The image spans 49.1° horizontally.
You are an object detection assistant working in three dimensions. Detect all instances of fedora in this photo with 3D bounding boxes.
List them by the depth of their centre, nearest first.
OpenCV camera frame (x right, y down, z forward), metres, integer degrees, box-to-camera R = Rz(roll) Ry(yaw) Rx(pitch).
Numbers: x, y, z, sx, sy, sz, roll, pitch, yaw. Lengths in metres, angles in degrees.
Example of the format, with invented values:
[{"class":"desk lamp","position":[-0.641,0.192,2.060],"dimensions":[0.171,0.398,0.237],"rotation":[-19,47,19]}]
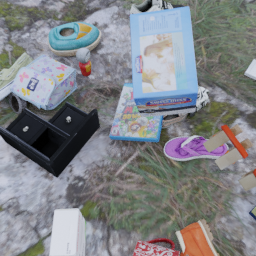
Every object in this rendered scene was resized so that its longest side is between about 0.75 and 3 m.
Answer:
[{"class":"fedora","position":[-3.934,-0.905,10.118],"dimensions":[0.819,0.725,0.370],"rotation":[35,35,31]}]

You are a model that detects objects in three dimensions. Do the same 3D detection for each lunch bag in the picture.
[{"class":"lunch bag","position":[-2.984,-1.604,10.043],"dimensions":[1.593,1.194,1.878],"rotation":[28,54,16]}]

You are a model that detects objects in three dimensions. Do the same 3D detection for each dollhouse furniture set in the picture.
[{"class":"dollhouse furniture set","position":[2.814,0.607,6.874],"dimensions":[1.643,0.846,1.625],"rotation":[-11,65,-57]}]

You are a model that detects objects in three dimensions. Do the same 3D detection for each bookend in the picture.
[{"class":"bookend","position":[-2.564,-0.032,9.269],"dimensions":[2.333,1.081,2.348],"rotation":[30,63,17]}]

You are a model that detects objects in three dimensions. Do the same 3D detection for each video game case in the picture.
[{"class":"video game case","position":[0.424,-0.620,9.883],"dimensions":[1.710,0.213,2.390],"rotation":[3,58,19]}]

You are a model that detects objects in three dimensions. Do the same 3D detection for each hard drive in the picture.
[{"class":"hard drive","position":[5.409,-2.123,11.035],"dimensions":[1.348,0.180,0.889],"rotation":[31,64,17]}]

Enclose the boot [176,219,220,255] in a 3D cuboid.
[{"class":"boot","position":[1.955,3.506,7.462],"dimensions":[1.006,0.704,1.876],"rotation":[-17,55,-3]}]

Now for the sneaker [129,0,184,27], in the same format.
[{"class":"sneaker","position":[1.369,-5.163,12.274],"dimensions":[2.718,1.203,1.007],"rotation":[-17,59,-12]}]

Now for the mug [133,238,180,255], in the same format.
[{"class":"mug","position":[0.751,3.460,7.532],"dimensions":[1.135,1.008,0.757],"rotation":[14,96,13]}]

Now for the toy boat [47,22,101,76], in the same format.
[{"class":"toy boat","position":[-1.991,-3.342,11.148],"dimensions":[2.218,1.226,2.638],"rotation":[-18,61,-11]}]

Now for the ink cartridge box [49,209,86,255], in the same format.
[{"class":"ink cartridge box","position":[-1.510,2.841,7.298],"dimensions":[0.640,1.524,1.108],"rotation":[-1,59,-1]}]

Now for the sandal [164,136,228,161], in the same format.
[{"class":"sandal","position":[2.249,0.589,9.220],"dimensions":[2.131,0.524,0.867],"rotation":[-1,59,-1]}]

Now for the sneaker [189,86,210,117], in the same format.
[{"class":"sneaker","position":[2.615,-0.947,10.134],"dimensions":[0.622,0.520,1.404],"rotation":[18,61,12]}]

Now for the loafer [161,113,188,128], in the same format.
[{"class":"loafer","position":[1.676,-0.448,9.900],"dimensions":[1.319,0.415,0.474],"rotation":[-32,64,-18]}]

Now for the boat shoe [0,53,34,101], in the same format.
[{"class":"boat shoe","position":[-4.373,-1.817,10.348],"dimensions":[0.775,0.900,2.500],"rotation":[48,53,-21]}]

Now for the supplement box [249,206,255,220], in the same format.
[{"class":"supplement box","position":[5.064,1.790,7.316],"dimensions":[2.558,2.555,1.717],"rotation":[-35,65,-19]}]

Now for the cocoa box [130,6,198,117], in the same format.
[{"class":"cocoa box","position":[0.899,-1.608,7.154],"dimensions":[1.523,1.498,2.283],"rotation":[-4,76,8]}]
